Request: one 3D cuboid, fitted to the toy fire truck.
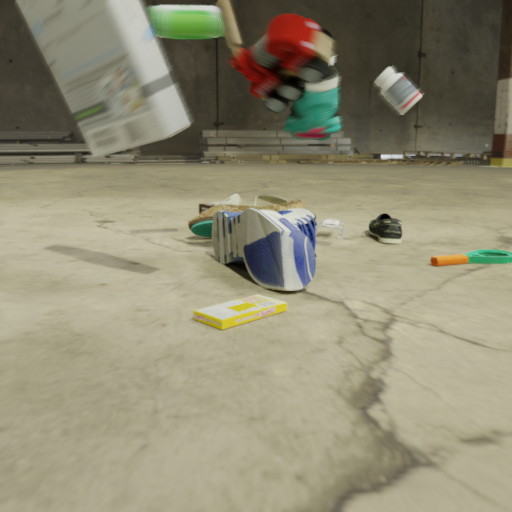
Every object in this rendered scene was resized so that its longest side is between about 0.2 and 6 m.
[{"bbox_3d":[0.144,-3.195,8.426,1.638,1.054,1.442,25,-26,-25],"label":"toy fire truck"}]

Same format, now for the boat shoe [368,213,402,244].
[{"bbox_3d":[3.066,-0.718,13.233,0.656,0.617,1.825,-1,11,1],"label":"boat shoe"}]

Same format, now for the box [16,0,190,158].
[{"bbox_3d":[-2.053,-2.579,7.467,1.808,2.319,0.477,-3,29,42],"label":"box"}]

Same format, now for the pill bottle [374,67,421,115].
[{"bbox_3d":[2.340,-2.752,9.301,0.439,0.735,0.439,-44,1,1],"label":"pill bottle"}]

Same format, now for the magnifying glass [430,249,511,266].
[{"bbox_3d":[4.112,0.037,10.654,1.807,0.202,0.719,-6,13,-21],"label":"magnifying glass"}]

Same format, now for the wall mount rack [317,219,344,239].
[{"bbox_3d":[1.632,-0.637,13.440,0.934,0.401,1.075,6,13,12],"label":"wall mount rack"}]

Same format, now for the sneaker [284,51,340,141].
[{"bbox_3d":[1.217,-3.369,12.018,1.182,1.707,2.827,3,33,1],"label":"sneaker"}]

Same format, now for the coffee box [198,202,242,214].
[{"bbox_3d":[-1.030,-1.310,16.336,1.138,0.453,0.650,-11,16,-41],"label":"coffee box"}]

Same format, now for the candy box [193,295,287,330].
[{"bbox_3d":[-0.196,0.731,7.456,1.167,0.154,0.596,-11,13,-42],"label":"candy box"}]

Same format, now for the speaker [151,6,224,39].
[{"bbox_3d":[-1.163,-3.996,9.567,1.190,0.526,0.526,-6,13,-14],"label":"speaker"}]

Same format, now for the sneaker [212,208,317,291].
[{"bbox_3d":[0.495,-0.339,9.872,1.786,1.250,3.093,-7,12,-22],"label":"sneaker"}]

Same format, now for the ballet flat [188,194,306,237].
[{"bbox_3d":[-0.168,-0.974,13.225,2.920,0.953,1.029,1,-23,-15],"label":"ballet flat"}]
